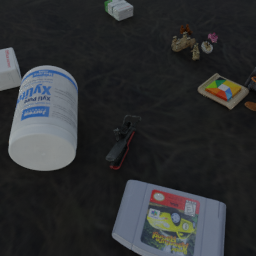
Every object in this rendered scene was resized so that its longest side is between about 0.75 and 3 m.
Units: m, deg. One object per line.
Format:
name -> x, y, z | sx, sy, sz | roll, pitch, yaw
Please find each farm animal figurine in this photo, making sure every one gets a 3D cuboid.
farm animal figurine -> 2.767, -3.496, 11.785 | 1.659, 0.834, 1.339 | 30, 75, 19

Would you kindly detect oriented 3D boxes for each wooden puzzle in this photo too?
wooden puzzle -> 3.521, -1.416, 10.307 | 1.332, 0.268, 1.440 | -37, 59, -27

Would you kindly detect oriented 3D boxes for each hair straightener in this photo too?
hair straightener -> -0.104, 0.258, 8.556 | 0.412, 0.776, 2.016 | 7, 48, 34

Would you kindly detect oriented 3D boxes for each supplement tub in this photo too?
supplement tub -> -2.425, -0.355, 8.395 | 1.833, 1.833, 2.778 | -5, 49, -4

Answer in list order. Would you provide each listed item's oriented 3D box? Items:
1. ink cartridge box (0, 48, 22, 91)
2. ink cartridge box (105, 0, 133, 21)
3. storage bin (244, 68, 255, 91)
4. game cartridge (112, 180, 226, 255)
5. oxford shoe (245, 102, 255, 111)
ink cartridge box -> -5.139, -2.089, 10.476 | 2.046, 0.866, 1.478 | -17, 52, -12
ink cartridge box -> -0.443, -5.929, 13.928 | 0.910, 0.516, 1.241 | -28, 56, -22
storage bin -> 5.211, -1.728, 9.462 | 1.605, 2.206, 1.481 | -25, 64, -19
game cartridge -> 1.041, 2.396, 6.929 | 2.650, 0.542, 1.764 | 12, 56, 8
oxford shoe -> 4.580, -0.766, 9.720 | 0.978, 0.348, 0.349 | 18, 54, 17
